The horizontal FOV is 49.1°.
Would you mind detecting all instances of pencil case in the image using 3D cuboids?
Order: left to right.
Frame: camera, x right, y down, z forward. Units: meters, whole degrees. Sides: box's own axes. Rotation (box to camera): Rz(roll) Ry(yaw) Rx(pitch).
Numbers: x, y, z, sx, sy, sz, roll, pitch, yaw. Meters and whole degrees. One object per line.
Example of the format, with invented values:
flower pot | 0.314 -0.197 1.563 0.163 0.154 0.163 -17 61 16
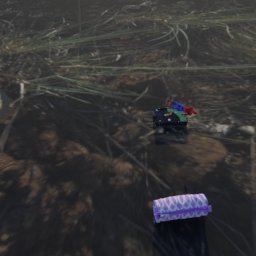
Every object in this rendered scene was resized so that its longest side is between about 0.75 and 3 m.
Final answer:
pencil case | 1.215 1.872 6.564 1.312 0.561 0.551 -9 88 -5

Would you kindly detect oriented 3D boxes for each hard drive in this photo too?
hard drive | 1.368 -0.363 9.140 1.030 0.195 0.720 -3 45 -2

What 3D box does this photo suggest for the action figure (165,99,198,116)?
action figure | 1.612 -0.573 8.489 0.985 0.487 0.321 19 84 4
